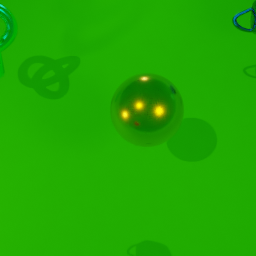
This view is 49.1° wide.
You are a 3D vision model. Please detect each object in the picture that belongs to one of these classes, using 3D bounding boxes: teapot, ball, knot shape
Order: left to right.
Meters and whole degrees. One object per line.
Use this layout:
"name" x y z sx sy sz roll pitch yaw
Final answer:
"knot shape" -3.139 -2.053 6.184 1.671 0.772 1.564 40 112 3
"ball" 0.312 -0.293 4.662 1.223 1.223 1.223 0 70 0
"teapot" 3.039 -2.400 5.460 1.939 1.205 0.949 -19 94 18
